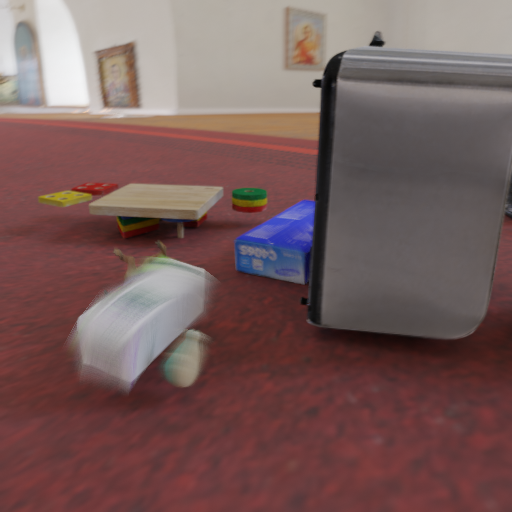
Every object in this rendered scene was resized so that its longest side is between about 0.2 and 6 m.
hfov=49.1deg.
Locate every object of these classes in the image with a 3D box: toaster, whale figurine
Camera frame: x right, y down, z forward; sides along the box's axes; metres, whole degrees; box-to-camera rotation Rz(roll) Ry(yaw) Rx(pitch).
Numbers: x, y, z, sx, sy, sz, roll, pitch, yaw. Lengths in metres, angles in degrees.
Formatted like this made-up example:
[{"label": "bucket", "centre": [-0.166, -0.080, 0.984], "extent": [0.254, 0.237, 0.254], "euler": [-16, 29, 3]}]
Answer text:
[{"label": "toaster", "centre": [1.960, -1.041, 6.899], "extent": [2.057, 3.467, 3.135], "euler": [8, 19, 20]}, {"label": "whale figurine", "centre": [-0.672, 0.925, 5.115], "extent": [0.272, 0.524, 0.416], "euler": [10, -8, 18]}]

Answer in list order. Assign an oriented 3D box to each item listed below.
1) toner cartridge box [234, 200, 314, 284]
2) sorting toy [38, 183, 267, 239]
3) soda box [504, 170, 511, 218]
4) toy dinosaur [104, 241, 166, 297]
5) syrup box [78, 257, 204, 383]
[{"label": "toner cartridge box", "centre": [0.779, -0.314, 9.174], "extent": [1.182, 0.537, 2.488], "euler": [9, 23, 28]}, {"label": "sorting toy", "centre": [-1.954, -0.840, 10.750], "extent": [4.157, 0.703, 2.004], "euler": [3, 18, 9]}, {"label": "soda box", "centre": [5.742, -1.511, 12.340], "extent": [0.871, 0.974, 2.752], "euler": [2, 19, 2]}, {"label": "toy dinosaur", "centre": [-1.331, 0.310, 6.526], "extent": [0.506, 0.799, 1.179], "euler": [39, 34, 22]}, {"label": "syrup box", "centre": [-1.068, 0.570, 5.473], "extent": [0.535, 0.553, 1.358], "euler": [16, 30, 20]}]
